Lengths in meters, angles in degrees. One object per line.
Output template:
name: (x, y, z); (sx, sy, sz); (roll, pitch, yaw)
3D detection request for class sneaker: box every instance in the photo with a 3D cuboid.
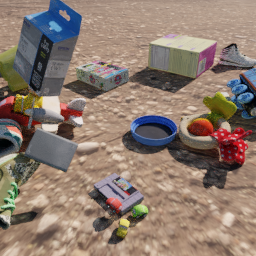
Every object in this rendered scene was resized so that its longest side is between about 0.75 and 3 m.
sneaker: (-4.176, 0.495, 7.299); (2.801, 0.986, 1.310); (-11, 28, -22)
sneaker: (5.441, -3.571, 13.703); (1.813, 1.043, 0.684); (9, 33, 13)
sneaker: (-2.690, 1.602, 5.780); (1.212, 1.052, 2.735); (28, 46, 19)

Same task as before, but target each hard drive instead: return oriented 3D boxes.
hard drive: (-1.736, 0.502, 6.370); (1.012, 0.166, 0.706); (23, 70, -5)

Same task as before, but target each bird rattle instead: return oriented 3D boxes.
bird rattle: (2.434, 0.143, 8.182); (1.859, 1.284, 2.280); (-7, 44, 11)

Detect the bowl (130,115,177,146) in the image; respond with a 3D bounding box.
bowl: (0.796, 0.063, 8.664); (1.433, 0.281, 1.433); (0, 33, 0)

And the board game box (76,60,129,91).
board game box: (-1.111, -2.321, 12.149); (1.904, 0.612, 1.404); (26, 41, 34)

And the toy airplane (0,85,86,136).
toy airplane: (-2.492, -0.729, 8.568); (2.449, 1.728, 2.438); (18, 36, 27)

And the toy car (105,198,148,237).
toy car: (0.045, 1.770, 5.900); (0.853, 0.202, 0.907); (-6, 47, -23)

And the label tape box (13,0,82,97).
label tape box: (-2.149, -2.165, 7.286); (0.735, 2.224, 1.594); (-10, 45, -46)

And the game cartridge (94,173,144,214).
game cartridge: (-0.221, 1.482, 6.520); (0.691, 0.205, 1.066); (-29, 42, -31)

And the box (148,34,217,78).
box: (2.613, -3.534, 13.479); (2.526, 1.221, 2.222); (20, 37, 28)

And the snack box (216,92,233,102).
snack box: (3.661, -1.142, 10.703); (0.442, 0.141, 0.761); (1, 32, 2)

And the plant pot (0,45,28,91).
plant pot: (-4.093, -2.554, 11.381); (2.049, 2.229, 2.229); (-31, 43, -23)

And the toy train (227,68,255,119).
toy train: (4.335, -1.213, 9.756); (1.297, 0.984, 2.270); (-22, 30, 13)
